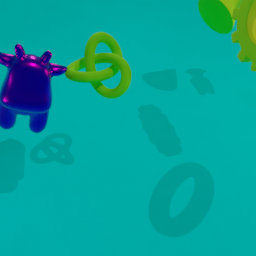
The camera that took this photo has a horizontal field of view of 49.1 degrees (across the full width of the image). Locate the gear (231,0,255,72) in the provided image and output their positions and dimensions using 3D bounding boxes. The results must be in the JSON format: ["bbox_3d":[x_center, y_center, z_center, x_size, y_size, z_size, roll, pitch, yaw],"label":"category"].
[{"bbox_3d":[2.385,-1.797,4.556,0.322,1.743,1.743,-5,48,-17],"label":"gear"}]

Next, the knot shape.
[{"bbox_3d":[-0.515,-0.970,4.503,1.009,0.498,1.079,-13,75,-8],"label":"knot shape"}]

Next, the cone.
[{"bbox_3d":[2.441,-3.023,6.662,1.077,1.073,1.073,-43,58,-4],"label":"cone"}]

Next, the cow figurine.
[{"bbox_3d":[-1.511,-0.689,4.251,0.925,1.658,1.685,8,40,-21],"label":"cow figurine"}]
